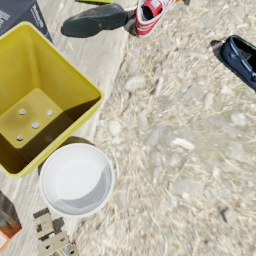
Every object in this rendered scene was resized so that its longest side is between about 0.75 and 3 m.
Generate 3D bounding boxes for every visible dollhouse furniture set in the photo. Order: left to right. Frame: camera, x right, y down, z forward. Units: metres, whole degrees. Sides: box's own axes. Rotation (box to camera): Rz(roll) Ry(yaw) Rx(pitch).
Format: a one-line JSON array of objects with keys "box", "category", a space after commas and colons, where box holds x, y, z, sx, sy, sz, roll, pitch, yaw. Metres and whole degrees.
[{"box": [-1.926, 2.957, 7.507, 0.812, 0.817, 1.159, -24, 42, -9], "category": "dollhouse furniture set"}]

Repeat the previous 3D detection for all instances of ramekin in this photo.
[{"box": [-1.333, 1.495, 7.786, 1.971, 1.035, 1.971, 0, 70, 0], "category": "ramekin"}]

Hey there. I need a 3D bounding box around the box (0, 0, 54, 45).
[{"box": [-3.708, -2.684, 8.669, 1.357, 2.273, 2.312, 30, 72, 10], "category": "box"}]

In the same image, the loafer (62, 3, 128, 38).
[{"box": [-1.210, -3.859, 9.966, 2.342, 0.853, 0.847, -15, 58, -13], "category": "loafer"}]

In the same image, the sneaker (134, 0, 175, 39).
[{"box": [1.035, -4.314, 9.383, 0.901, 1.422, 2.528, 30, 91, 0], "category": "sneaker"}]

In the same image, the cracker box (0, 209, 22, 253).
[{"box": [-3.945, 2.032, 6.919, 2.594, 1.737, 0.748, 41, 74, -1], "category": "cracker box"}]

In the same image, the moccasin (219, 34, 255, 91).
[{"box": [4.273, -1.906, 9.053, 2.989, 1.019, 1.202, 35, 73, 12], "category": "moccasin"}]

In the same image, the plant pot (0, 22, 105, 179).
[{"box": [-2.678, -0.442, 7.535, 2.844, 2.508, 2.844, 44, 71, 4], "category": "plant pot"}]

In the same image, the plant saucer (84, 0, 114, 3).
[{"box": [-1.022, -5.359, 10.420, 1.569, 0.376, 1.566, 13, 62, 17], "category": "plant saucer"}]

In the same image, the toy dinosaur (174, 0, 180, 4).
[{"box": [1.721, -5.170, 10.392, 1.297, 0.976, 1.912, 40, 55, -2], "category": "toy dinosaur"}]
